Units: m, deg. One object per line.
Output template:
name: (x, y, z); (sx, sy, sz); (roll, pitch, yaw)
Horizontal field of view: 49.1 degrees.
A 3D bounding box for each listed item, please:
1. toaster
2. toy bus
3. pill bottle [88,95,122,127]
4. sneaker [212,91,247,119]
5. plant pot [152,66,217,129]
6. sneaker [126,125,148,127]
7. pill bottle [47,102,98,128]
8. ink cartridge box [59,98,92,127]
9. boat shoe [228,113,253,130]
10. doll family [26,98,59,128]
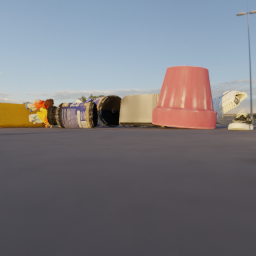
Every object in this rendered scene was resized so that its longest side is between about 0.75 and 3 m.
toaster: (0.917, -0.606, 10.528); (2.017, 1.197, 1.824); (1, 2, 36)
toy bus: (-4.099, -0.478, 10.739); (1.098, 0.913, 2.805); (1, 1, 30)
pill bottle: (-1.203, -0.730, 12.891); (1.390, 1.390, 2.485); (-1, 1, -32)
sneaker: (3.628, -0.859, 10.541); (1.914, 0.731, 0.770); (-38, 23, -22)
plant pot: (1.762, -0.933, 8.662); (1.985, 1.777, 1.985); (3, 4, 0)
sneaker: (0.311, -0.270, 13.071); (1.235, 0.437, 0.451); (0, 1, 3)
pill bottle: (-1.831, -0.417, 9.294); (1.555, 0.870, 0.870); (0, 1, 7)
ink cartridge box: (-2.582, -0.821, 12.933); (1.934, 0.420, 1.916); (-43, 12, -11)
boat shoe: (2.686, -0.148, 6.655); (0.446, 0.402, 1.263); (1, 1, 32)
doll family: (-2.751, -0.345, 10.557); (1.351, 0.981, 2.177); (-7, -20, 25)
